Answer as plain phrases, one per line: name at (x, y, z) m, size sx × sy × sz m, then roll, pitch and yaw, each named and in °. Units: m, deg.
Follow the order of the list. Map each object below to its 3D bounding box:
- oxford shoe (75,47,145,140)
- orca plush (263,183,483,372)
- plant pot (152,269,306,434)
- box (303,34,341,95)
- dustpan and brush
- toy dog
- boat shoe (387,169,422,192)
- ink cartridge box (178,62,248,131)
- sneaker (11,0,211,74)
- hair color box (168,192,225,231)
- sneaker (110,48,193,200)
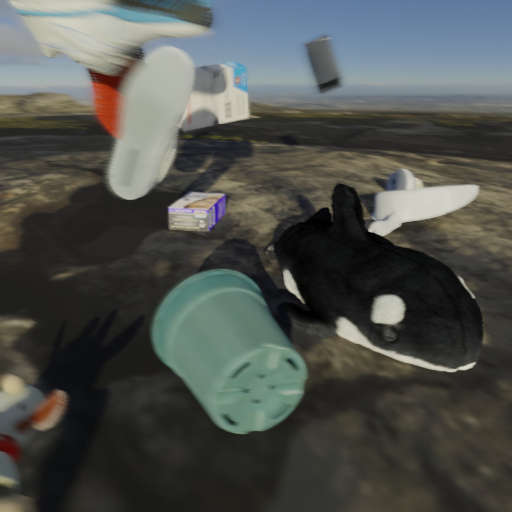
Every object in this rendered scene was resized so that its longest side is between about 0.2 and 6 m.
oxford shoe at (-2.273, -3.258, 9.969) m, size 1.216 × 3.417 × 1.239 m, roll 2°, pitch 53°, yaw 15°
orca plush at (1.290, -0.202, 7.035) m, size 2.238 × 1.512 × 4.254 m, roll -1°, pitch 18°, yaw -5°
plant pot at (-0.189, 0.833, 4.747) m, size 1.107 × 1.107 × 1.085 m, roll -9°, pitch 27°, yaw -25°
box at (1.349, -3.836, 11.287) m, size 0.521 × 0.873 × 0.888 m, roll -18°, pitch 1°, yaw 9°
dustpan and brush at (2.778, -0.843, 10.574) m, size 1.959 × 0.803 × 2.807 m, roll -1°, pitch 7°, yaw 41°
toy dog at (-1.829, 1.239, 3.624) m, size 1.198 × 0.875 × 1.817 m, roll -9°, pitch 20°, yaw -27°
boat shoe at (3.492, -1.619, 12.854) m, size 0.641 × 0.651 × 1.837 m, roll 6°, pitch 6°, yaw 1°
ink cartridge box at (-0.905, -3.061, 10.679) m, size 1.400 × 1.022 × 0.590 m, roll -16°, pitch 35°, yaw -23°
sneaker at (-1.824, -3.021, 7.438) m, size 2.843 × 1.232 × 1.066 m, roll 14°, pitch 50°, yaw 22°
hair color box at (-1.124, -0.883, 10.902) m, size 0.777 × 0.461 × 1.422 m, roll 3°, pitch 20°, yaw 8°
sneaker at (-1.287, -1.665, 7.025) m, size 0.731 × 2.000 × 0.708 m, roll 31°, pitch 29°, yaw 1°
